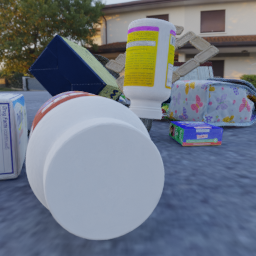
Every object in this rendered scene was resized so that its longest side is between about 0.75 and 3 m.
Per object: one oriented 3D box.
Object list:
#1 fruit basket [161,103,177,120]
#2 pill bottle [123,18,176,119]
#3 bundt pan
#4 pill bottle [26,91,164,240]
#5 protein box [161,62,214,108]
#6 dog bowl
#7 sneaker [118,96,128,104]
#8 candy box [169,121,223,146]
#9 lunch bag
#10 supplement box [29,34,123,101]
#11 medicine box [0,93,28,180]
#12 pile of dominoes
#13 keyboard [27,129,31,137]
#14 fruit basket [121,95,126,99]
[{"bbox_3d":[1.627,-0.736,12.354,1.562,0.732,1.447,-3,10,-27],"label":"fruit basket"},{"bbox_3d":[0.477,-1.314,6.554,1.127,2.161,1.127,5,3,0],"label":"pill bottle"},{"bbox_3d":[-0.453,-0.213,8.414,2.615,0.982,2.615,1,7,0],"label":"bundt pan"},{"bbox_3d":[-0.581,0.295,3.901,1.545,1.545,2.754,-3,10,-17],"label":"pill bottle"},{"bbox_3d":[2.569,-1.902,13.782,2.516,1.697,2.498,-2,-17,-9],"label":"protein box"},{"bbox_3d":[-1.626,-1.715,12.348,2.917,2.917,0.855,1,-2,8],"label":"dog bowl"},{"bbox_3d":[-1.206,-1.161,13.456,2.623,1.059,1.515,6,21,0],"label":"sneaker"},{"bbox_3d":[1.878,0.135,7.957,1.106,0.504,1.308,0,8,-8],"label":"candy box"},{"bbox_3d":[3.443,-1.032,10.968,2.966,1.886,2.515,3,8,-24],"label":"lunch bag"},{"bbox_3d":[-1.791,-1.808,10.637,2.508,1.683,2.505,47,14,9],"label":"supplement box"},{"bbox_3d":[-3.534,0.066,5.518,2.782,1.432,2.534,-2,10,-16],"label":"medicine box"},{"bbox_3d":[0.905,-1.906,8.255,2.738,0.436,2.134,-33,53,-2],"label":"pile of dominoes"},{"bbox_3d":[-2.817,0.163,8.904,0.912,0.148,1.436,5,7,-13],"label":"keyboard"},{"bbox_3d":[-1.106,-1.894,15.510,1.559,2.161,2.161,8,12,38],"label":"fruit basket"}]
